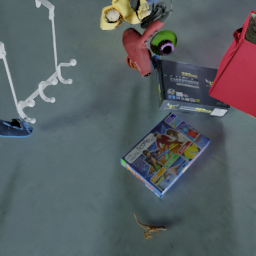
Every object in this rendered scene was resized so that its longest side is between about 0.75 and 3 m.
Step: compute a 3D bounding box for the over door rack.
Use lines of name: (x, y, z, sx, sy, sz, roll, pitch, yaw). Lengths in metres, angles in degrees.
over door rack: (-2.189, -1.521, 6.960, 0.851, 2.554, 1.887, 22, 55, 18)

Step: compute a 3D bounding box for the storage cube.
storage cube: (3.582, -1.665, 7.652, 2.121, 1.906, 1.813, 26, 50, 5)

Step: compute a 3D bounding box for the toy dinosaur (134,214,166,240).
toy dinosaur: (0.473, 2.343, 6.536, 0.820, 0.248, 0.435, 12, 48, 10)

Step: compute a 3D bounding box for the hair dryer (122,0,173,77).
hair dryer: (0.429, -2.616, 7.898, 0.640, 2.356, 1.795, -13, 25, -28)

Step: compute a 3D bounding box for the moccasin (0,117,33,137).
moccasin: (-2.916, -0.020, 7.365, 0.533, 1.325, 0.452, 22, 97, 11)

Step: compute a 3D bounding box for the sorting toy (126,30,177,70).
sorting toy: (0.856, -2.291, 9.010, 1.796, 1.079, 0.737, -25, 51, 10)

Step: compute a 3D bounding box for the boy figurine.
boy figurine: (0.088, -3.957, 8.676, 2.435, 0.785, 1.514, -33, 99, 1)

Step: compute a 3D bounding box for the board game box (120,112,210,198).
board game box: (1.014, 0.639, 7.533, 1.412, 0.359, 2.086, 39, 65, 22)

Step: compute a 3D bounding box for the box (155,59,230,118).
box: (1.889, -1.194, 8.398, 2.050, 0.523, 1.616, 7, 55, -12)
